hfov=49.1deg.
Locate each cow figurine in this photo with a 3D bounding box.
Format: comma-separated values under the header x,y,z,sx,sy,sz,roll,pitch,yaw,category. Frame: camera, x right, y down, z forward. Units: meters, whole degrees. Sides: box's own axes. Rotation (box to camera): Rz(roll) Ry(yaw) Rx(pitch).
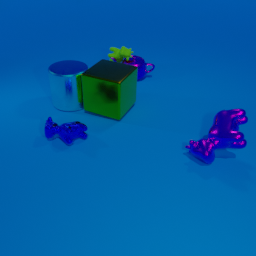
x,y,z,sx,sy,sz,roll,pitch,yaw,category
-0.293,-3.086,11.919,1.068,0.596,1.086,13,-11,7,cow figurine
2.270,0.187,7.222,1.449,0.808,1.472,-1,64,31,cow figurine
-1.854,0.036,8.200,1.119,0.614,1.101,-18,36,-36,cow figurine

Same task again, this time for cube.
x,y,z,sx,sy,sz,roll,pitch,yaw,category
-0.584,-1.314,9.345,1.371,1.371,1.371,16,39,19,cube

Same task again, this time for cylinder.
x,y,z,sx,sy,sz,roll,pitch,yaw,category
-2.023,-1.491,9.788,1.358,1.358,1.358,1,35,-1,cylinder

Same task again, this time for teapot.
x,y,z,sx,sy,sz,roll,pitch,yaw,category
0.185,-2.643,11.917,1.914,0.937,1.190,6,43,-2,teapot
